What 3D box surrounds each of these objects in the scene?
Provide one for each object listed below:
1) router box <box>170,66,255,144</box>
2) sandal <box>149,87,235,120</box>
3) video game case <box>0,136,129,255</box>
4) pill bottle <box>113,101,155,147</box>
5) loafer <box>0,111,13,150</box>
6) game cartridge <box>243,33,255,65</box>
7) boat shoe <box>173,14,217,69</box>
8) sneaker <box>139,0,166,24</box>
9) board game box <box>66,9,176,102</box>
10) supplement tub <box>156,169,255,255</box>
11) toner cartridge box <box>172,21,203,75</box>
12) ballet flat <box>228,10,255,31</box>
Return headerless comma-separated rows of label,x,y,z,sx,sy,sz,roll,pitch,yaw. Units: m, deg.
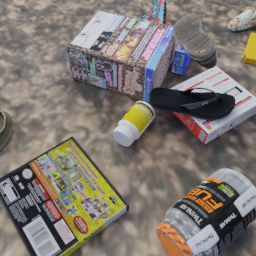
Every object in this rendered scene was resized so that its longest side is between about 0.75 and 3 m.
router box,2.632,-0.818,8.884,2.257,0.551,2.025,-27,57,-19
sandal,1.880,-0.802,8.170,2.539,0.544,0.965,4,53,3
video game case,-1.729,1.728,7.096,2.430,0.343,2.688,-32,58,-22
pill bottle,0.174,-0.126,8.241,0.750,0.750,1.313,28,57,19
loafer,-4.394,0.472,7.604,1.118,1.035,2.972,25,57,18
game cartridge,5.479,-2.843,10.612,1.954,0.317,1.722,19,55,17
boat shoe,1.442,-1.850,6.089,0.652,0.642,1.750,-25,43,18
sneaker,0.862,-4.366,11.260,1.314,1.091,2.751,5,53,6
board game box,-0.139,-2.543,9.622,2.998,1.452,2.390,19,55,14
supplement tub,1.786,2.004,6.240,2.201,1.349,1.349,-32,59,-22
toner cartridge box,2.182,-2.990,10.275,0.444,0.978,2.058,19,55,15
ballet flat,5.200,-4.645,11.708,2.180,0.697,0.824,-17,53,-12
